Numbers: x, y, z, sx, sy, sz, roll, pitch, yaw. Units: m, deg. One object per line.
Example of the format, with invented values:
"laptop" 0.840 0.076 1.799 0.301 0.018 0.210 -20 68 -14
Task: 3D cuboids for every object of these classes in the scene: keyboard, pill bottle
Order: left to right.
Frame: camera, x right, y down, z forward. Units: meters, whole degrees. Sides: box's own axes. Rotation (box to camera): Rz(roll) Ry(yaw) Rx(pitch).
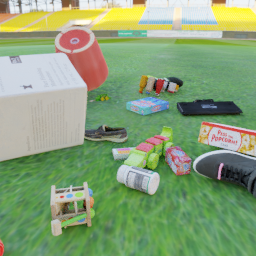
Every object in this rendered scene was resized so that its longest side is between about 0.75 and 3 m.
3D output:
"pill bottle" 0.255 1.308 7.258 1.003 0.567 0.567 13 25 29
"keyboard" 3.796 -0.981 13.401 2.837 0.364 1.704 -1 28 -4

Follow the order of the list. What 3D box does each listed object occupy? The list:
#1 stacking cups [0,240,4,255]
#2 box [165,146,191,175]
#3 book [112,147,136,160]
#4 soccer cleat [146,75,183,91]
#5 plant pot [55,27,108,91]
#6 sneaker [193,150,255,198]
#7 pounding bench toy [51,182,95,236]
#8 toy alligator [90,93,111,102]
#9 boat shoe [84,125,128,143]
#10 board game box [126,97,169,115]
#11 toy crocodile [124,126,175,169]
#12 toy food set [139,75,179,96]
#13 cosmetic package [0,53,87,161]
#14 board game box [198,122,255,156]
"stacking cups" -3.272 1.857 5.673 0.734 0.734 2.427 -18 28 -38
"box" 1.470 0.950 8.296 0.449 0.469 0.941 -5 22 -13
"book" -0.042 0.800 9.069 0.866 0.208 0.579 -3 19 -9
"soccer cleat" 2.133 -2.681 17.267 2.504 0.846 1.015 6 45 8
"plant pot" -2.573 -3.712 14.855 2.829 2.503 2.829 -1 57 2
"sneaker" 2.898 1.200 7.114 2.379 0.841 1.180 8 17 8
"pounding bench toy" -1.146 1.766 5.913 0.883 0.703 1.132 -4 22 -12
"toy alligator" -1.488 -1.657 15.069 1.266 0.343 0.375 -12 24 -28
"boat shoe" -0.844 0.143 10.193 1.727 0.567 0.617 5 24 14
"board game box" 0.953 -1.086 13.580 1.666 0.375 1.267 -17 27 -37
"toy crocodile" 0.747 0.643 8.679 0.832 0.761 2.464 16 27 35
"toy food set" 1.819 -2.278 16.292 2.283 1.027 1.090 15 5 -11
"cosmetic package" -3.177 -0.796 9.263 2.943 2.428 2.426 -11 43 -27
"board game box" 3.875 0.439 8.474 2.895 0.670 2.193 14 6 30
